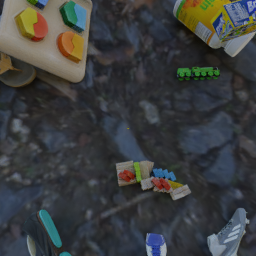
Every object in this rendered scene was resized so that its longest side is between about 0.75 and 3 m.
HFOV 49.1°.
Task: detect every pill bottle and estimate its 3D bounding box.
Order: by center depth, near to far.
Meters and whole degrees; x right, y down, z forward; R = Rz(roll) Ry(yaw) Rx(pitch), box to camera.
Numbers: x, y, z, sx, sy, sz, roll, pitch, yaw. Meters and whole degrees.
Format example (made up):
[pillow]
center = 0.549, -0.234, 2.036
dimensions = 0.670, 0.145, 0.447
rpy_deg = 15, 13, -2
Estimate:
[pill bottle]
center = 2.523, -3.133, 8.141
dimensions = 1.236, 1.236, 2.226
rpy_deg = -43, 79, -11

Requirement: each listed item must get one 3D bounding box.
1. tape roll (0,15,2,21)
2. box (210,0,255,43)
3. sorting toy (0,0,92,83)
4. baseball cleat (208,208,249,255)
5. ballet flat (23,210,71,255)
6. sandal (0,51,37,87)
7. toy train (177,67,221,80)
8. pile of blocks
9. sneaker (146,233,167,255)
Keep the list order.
[tape roll]
center = -3.012, -2.658, 7.913
dimensions = 1.411, 1.411, 0.466
rpy_deg = -23, 76, -6
[box]
center = 2.967, -2.643, 6.477
dimensions = 1.927, 0.675, 0.619
rpy_deg = -20, 82, -12
[sorting toy]
center = -2.052, -2.920, 7.651
dimensions = 0.498, 2.529, 2.732
rpy_deg = -8, 71, 43
[baseball cleat]
center = 2.421, 2.608, 6.870
dimensions = 0.784, 0.514, 1.473
rpy_deg = 19, 74, 5
[ballet flat]
center = -1.781, 3.076, 6.666
dimensions = 0.792, 0.787, 2.315
rpy_deg = -39, 67, -1
[sandal]
center = -3.681, -1.879, 8.063
dimensions = 2.197, 0.593, 0.882
rpy_deg = 31, 85, 8
[toy train]
center = 2.066, -1.618, 8.229
dimensions = 1.272, 0.265, 0.359
rpy_deg = -3, 64, -1
[pile of blocks]
center = 0.650, 1.263, 7.189
dimensions = 2.062, 0.641, 0.847
rpy_deg = 14, 75, 4
[sneaker]
center = 0.696, 3.184, 6.578
dimensions = 0.527, 0.753, 1.305
rpy_deg = 2, 74, 0
